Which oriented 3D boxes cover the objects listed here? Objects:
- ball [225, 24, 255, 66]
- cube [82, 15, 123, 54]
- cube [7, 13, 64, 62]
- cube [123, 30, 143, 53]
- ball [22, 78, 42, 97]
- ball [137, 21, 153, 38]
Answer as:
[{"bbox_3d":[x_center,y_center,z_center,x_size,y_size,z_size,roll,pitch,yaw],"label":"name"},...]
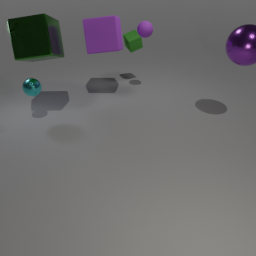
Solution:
[{"bbox_3d":[4.139,-2.878,9.769,1.400,1.400,1.400,0,31,0],"label":"ball"},{"bbox_3d":[-1.043,-4.036,12.171,1.400,1.400,1.400,-4,18,7],"label":"cube"},{"bbox_3d":[-3.311,-3.243,10.265,1.400,1.400,1.400,-6,11,7],"label":"cube"},{"bbox_3d":[0.250,-4.335,13.974,0.700,0.700,0.700,-26,55,-8],"label":"cube"},{"bbox_3d":[-3.646,-1.547,10.648,0.700,0.700,0.700,0,31,0],"label":"ball"},{"bbox_3d":[0.755,-4.340,12.333,0.700,0.700,0.700,0,31,0],"label":"ball"}]
